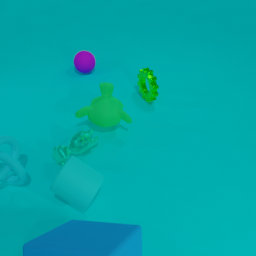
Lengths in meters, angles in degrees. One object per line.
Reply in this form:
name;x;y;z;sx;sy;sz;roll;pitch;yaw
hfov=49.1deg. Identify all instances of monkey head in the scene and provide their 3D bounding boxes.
monkey head;-0.640;-0.605;7.835;1.604;1.154;0.966;6;46;4

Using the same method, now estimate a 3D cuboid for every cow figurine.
cow figurine;-1.403;0.504;7.327;0.601;1.077;1.094;56;19;6

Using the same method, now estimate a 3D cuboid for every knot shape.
knot shape;-2.825;0.718;6.207;1.253;1.173;0.579;14;10;-19

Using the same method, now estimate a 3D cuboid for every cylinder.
cylinder;-1.039;1.127;5.758;0.824;0.824;0.824;34;45;-4

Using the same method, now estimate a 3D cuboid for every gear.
gear;0.634;-1.396;9.107;0.203;1.100;1.100;-17;44;-21

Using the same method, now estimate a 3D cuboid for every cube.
cube;-0.567;2.133;3.961;1.272;1.272;1.272;-2;-4;19

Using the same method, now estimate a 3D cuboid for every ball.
ball;-1.638;-2.497;10.585;0.827;0.827;0.827;0;41;0
